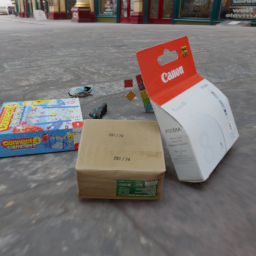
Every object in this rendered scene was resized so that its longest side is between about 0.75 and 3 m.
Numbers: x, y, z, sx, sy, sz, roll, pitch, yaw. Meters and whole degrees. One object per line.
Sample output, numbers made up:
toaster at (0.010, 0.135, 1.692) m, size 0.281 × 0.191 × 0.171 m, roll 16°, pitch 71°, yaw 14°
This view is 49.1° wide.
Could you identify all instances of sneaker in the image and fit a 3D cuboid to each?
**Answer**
sneaker at (-0.978, -0.609, 9.435) m, size 0.410 × 0.390 × 1.035 m, roll 3°, pitch 24°, yaw 13°
sneaker at (-1.896, -1.525, 11.204) m, size 1.047 × 0.406 × 0.452 m, roll -18°, pitch -5°, yaw -33°

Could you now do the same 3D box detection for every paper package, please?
paper package at (-0.165, 0.611, 5.785) m, size 1.688 × 0.873 × 1.609 m, roll 2°, pitch 40°, yaw -2°

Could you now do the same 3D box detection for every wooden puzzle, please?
wooden puzzle at (1.059, -1.360, 9.378) m, size 2.390 × 1.417 × 0.168 m, roll -21°, pitch 34°, yaw -4°

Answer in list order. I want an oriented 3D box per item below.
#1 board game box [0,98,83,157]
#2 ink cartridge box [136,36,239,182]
board game box at (-2.463, -0.118, 7.960) m, size 2.294 × 0.655 × 2.343 m, roll -5°, pitch 26°, yaw -12°
ink cartridge box at (1.496, -0.605, 6.312) m, size 0.681 × 2.882 × 2.307 m, roll -9°, pitch 16°, yaw 43°
